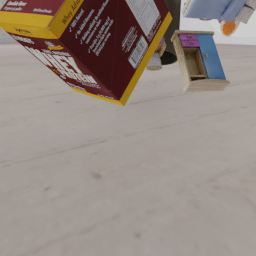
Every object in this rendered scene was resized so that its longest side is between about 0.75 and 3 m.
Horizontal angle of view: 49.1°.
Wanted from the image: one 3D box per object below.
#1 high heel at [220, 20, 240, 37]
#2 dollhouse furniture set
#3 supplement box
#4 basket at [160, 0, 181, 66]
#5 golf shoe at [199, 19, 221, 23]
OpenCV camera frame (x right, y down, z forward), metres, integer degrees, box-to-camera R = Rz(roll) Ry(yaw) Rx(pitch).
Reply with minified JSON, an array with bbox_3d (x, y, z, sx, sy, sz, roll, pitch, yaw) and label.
[{"bbox_3d":[3.156,-3.637,8.510,0.569,1.688,0.810,7,59,17],"label":"high heel"},{"bbox_3d":[1.648,-2.072,6.023,2.288,1.582,2.424,-4,-22,-15],"label":"dollhouse furniture set"},{"bbox_3d":[-0.535,-1.705,4.396,1.270,1.886,1.912,21,-13,35],"label":"supplement box"},{"bbox_3d":[1.103,-4.011,10.833,1.823,2.681,2.417,15,-4,-43],"label":"basket"},{"bbox_3d":[2.880,-3.881,9.244,1.495,0.543,0.688,10,-16,-3],"label":"golf shoe"}]
